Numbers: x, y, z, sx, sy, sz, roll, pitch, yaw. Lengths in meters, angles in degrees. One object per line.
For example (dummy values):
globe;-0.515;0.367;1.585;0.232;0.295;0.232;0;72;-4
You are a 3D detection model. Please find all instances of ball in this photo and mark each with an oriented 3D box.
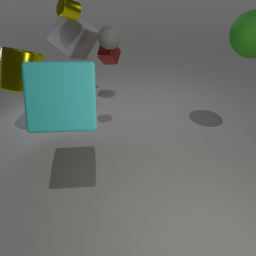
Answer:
ball;3.788;-2.817;8.430;1.400;1.400;1.400;0;30;0
ball;-0.564;-2.734;8.462;0.700;0.700;0.700;0;30;0

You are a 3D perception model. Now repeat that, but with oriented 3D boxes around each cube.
cube;-1.421;-0.728;6.200;1.400;1.400;1.400;-2;11;-6
cube;-2.317;-3.943;12.058;1.400;1.400;1.400;39;21;10
cube;-0.818;-3.219;12.088;0.700;0.700;0.700;5;71;27

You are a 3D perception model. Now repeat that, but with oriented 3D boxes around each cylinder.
cylinder;-2.226;-4.459;10.518;0.700;0.700;0.700;2;23;-40
cylinder;-3.726;-2.002;9.782;1.400;1.400;1.400;11;11;-2
